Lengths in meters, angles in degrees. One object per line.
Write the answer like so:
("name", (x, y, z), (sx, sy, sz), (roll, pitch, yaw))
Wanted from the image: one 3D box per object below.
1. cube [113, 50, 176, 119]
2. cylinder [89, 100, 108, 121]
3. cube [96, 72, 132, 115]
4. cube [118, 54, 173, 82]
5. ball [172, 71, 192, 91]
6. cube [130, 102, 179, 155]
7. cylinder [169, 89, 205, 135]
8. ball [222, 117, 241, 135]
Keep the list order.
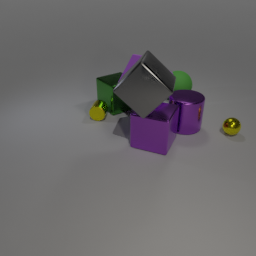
("cube", (0.592, -1.461, 9.348), (1.400, 1.400, 1.400), (42, 31, -11))
("cylinder", (-1.277, -0.774, 12.223), (0.700, 0.700, 0.700), (4, 30, 7))
("cube", (-0.504, -1.626, 12.991), (1.400, 1.400, 1.400), (-20, 36, -30))
("cube", (0.715, -2.055, 11.629), (1.400, 1.400, 1.400), (26, 3, -34))
("ball", (2.468, -2.127, 13.858), (1.400, 1.400, 1.400), (0, 30, 0))
("cube", (0.985, -0.069, 10.309), (1.400, 1.400, 1.400), (12, 32, 20))
("cylinder", (2.321, -0.661, 11.331), (1.400, 1.400, 1.400), (0, 30, 0))
("ball", (4.077, -0.069, 11.009), (0.700, 0.700, 0.700), (0, 30, 0))
